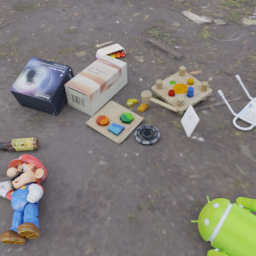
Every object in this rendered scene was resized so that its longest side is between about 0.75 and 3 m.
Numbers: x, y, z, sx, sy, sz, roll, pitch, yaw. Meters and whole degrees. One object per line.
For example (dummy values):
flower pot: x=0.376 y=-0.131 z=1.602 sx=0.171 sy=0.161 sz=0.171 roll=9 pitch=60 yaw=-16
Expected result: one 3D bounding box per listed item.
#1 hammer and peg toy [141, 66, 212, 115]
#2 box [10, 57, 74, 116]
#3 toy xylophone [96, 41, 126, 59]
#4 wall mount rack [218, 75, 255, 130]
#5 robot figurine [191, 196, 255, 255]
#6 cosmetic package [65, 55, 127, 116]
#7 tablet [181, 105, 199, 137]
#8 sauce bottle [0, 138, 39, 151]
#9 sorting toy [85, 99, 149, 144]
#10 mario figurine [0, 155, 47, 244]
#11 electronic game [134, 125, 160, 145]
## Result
hammer and peg toy: x=2.072 y=-1.441 z=12.352 sx=2.784 sy=0.982 sz=2.048 roll=-32 pitch=54 yaw=-20
box: x=-3.642 y=-1.846 z=12.269 sx=1.987 sy=1.225 sz=1.971 roll=16 pitch=64 yaw=13
toy xylophone: x=-0.998 y=-4.214 z=15.344 sx=1.704 sy=0.428 sz=1.248 roll=-18 pitch=49 yaw=-16
wall mount rack: x=5.180 y=-1.118 z=12.061 sx=2.263 sy=0.971 sz=2.605 roll=35 pitch=55 yaw=28
robot figurine: x=3.069 y=2.961 z=7.933 sx=2.380 sy=1.377 sz=2.088 roll=30 pitch=71 yaw=24
cosmetic package: x=-1.363 y=-2.009 z=12.719 sx=1.446 sy=1.221 sz=2.798 roll=24 pitch=51 yaw=22
tablet: x=2.323 y=-0.279 z=10.579 sx=0.084 sy=0.801 sz=1.232 roll=19 pitch=27 yaw=-14
sauce bottle: x=-4.217 y=0.655 z=10.731 sx=1.508 sy=0.498 sz=0.498 roll=-5 pitch=47 yaw=-5
sorting toy: x=-0.325 y=-0.580 z=11.964 sx=1.903 sy=0.342 sz=2.554 roll=28 pitch=53 yaw=23
mario figurine: x=-3.454 y=2.017 z=8.764 sx=1.760 sy=1.511 sz=2.851 roll=-7 pitch=49 yaw=-7
electronic game: x=0.772 y=0.270 z=11.266 sx=1.031 sy=0.214 sz=1.031 roll=-2 pitch=46 yaw=2
